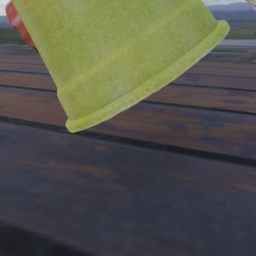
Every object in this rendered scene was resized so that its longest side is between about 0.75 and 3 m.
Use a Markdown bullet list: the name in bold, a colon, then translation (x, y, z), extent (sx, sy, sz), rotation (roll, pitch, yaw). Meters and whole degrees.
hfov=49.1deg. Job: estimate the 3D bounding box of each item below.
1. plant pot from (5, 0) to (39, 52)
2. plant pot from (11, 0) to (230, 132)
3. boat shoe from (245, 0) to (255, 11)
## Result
- **plant pot**: translation (-1.698, -3.070, 6.983), extent (2.130, 2.190, 2.190), rotation (-33, 13, 16)
- **plant pot**: translation (-0.472, -1.906, 4.271), extent (2.976, 2.736, 2.976), rotation (-31, 16, 10)
- **boat shoe**: translation (3.684, -3.732, 7.879), extent (0.687, 0.757, 2.058), rotation (8, 33, -51)
